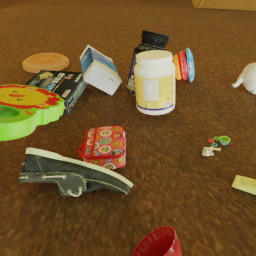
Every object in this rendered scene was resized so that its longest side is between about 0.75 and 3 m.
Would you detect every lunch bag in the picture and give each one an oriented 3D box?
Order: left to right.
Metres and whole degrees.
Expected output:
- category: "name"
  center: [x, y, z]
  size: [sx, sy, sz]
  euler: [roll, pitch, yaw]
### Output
- category: "lunch bag"
  center: [-0.772, 0.576, 8.353]
  size: [1.405, 0.654, 1.595]
  euler: [-5, 33, 1]

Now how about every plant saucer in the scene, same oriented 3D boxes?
- category: "plant saucer"
  center: [-4.345, -3.519, 14.820]
  size: [2.400, 0.387, 2.400]
  euler: [0, 34, 0]

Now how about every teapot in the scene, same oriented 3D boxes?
- category: "teapot"
  center: [5.497, -1.939, 11.748]
  size: [1.504, 1.113, 1.524]
  euler: [25, -14, -24]

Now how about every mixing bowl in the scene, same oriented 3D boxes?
- category: "mixing bowl"
  center: [0.630, 2.446, 5.331]
  size: [1.027, 0.556, 1.027]
  euler: [-36, 7, 5]

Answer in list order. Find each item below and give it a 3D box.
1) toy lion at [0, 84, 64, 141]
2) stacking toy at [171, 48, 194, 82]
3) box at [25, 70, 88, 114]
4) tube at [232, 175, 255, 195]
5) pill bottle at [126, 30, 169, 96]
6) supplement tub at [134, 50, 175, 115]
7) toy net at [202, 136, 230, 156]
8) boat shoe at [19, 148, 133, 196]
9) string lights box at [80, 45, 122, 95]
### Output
- category: "toy lion"
  center: [-2.774, -0.465, 6.380]
  size: [2.683, 0.961, 2.799]
  euler: [2, 23, -25]
- category: "stacking toy"
  center: [1.821, -2.810, 13.124]
  size: [2.465, 1.431, 1.353]
  euler: [-5, 24, 14]
- category: "box"
  center: [-3.086, -1.564, 11.567]
  size: [2.194, 0.635, 2.760]
  euler: [5, 33, 8]
- category: "tube"
  center: [3.497, 1.570, 7.056]
  size: [1.601, 0.465, 0.416]
  euler: [15, 75, 26]
- category: "pill bottle"
  center: [0.811, -2.488, 11.078]
  size: [1.383, 2.473, 1.383]
  euler: [12, 19, -4]
- category: "supplement tub"
  center: [0.933, -1.581, 9.726]
  size: [1.410, 1.940, 1.410]
  euler: [-4, 28, 2]
- category: "toy net"
  center: [2.665, 0.511, 8.780]
  size: [1.137, 0.220, 0.597]
  euler: [-25, 40, -32]
- category: "boat shoe"
  center: [-1.333, 1.309, 7.137]
  size: [2.923, 1.050, 0.988]
  euler: [13, 71, 7]
- category: "string lights box"
  center: [-1.280, -2.666, 12.528]
  size: [1.420, 0.815, 2.763]
  euler: [26, 23, -27]
